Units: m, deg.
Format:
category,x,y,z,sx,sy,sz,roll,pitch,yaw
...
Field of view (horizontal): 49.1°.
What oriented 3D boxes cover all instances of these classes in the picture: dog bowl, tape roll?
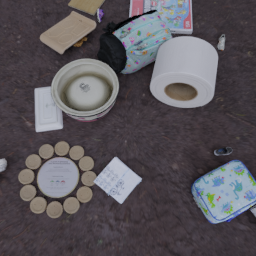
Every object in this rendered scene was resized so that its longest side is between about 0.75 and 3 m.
category,x,y,z,sx,sy,sz,roll,pitch,yaw
dog bowl,-1.662,-1.437,11.319,2.673,0.986,2.673,0,66,1
tape roll,2.162,-2.064,10.804,2.419,2.419,1.661,12,66,5

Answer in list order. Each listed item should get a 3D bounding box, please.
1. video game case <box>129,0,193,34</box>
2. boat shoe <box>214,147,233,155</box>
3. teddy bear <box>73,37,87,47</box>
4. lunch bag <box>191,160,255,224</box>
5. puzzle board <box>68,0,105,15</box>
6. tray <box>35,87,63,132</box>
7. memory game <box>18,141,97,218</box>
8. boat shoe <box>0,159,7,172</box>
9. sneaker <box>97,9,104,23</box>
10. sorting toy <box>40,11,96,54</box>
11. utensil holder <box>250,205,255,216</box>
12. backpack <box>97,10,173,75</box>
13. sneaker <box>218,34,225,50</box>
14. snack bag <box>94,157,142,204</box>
category,x,y,z,sx,sy,sz,roll,pitch,yaw
video game case,1.567,-5.495,13.510,2.993,0.261,2.140,3,66,1
boat shoe,3.658,0.854,10.589,0.824,0.273,0.288,-3,71,-20
teddy bear,-2.278,-4.100,12.897,0.743,0.342,1.025,-18,59,-16
lunch bag,3.389,2.242,9.743,2.100,0.866,1.688,-25,67,-11
puzzle board,-1.869,-6.527,14.029,1.465,0.169,1.944,24,68,11
tray,-3.279,-0.866,11.478,1.103,0.228,2.055,-8,66,-4
memory game,-2.564,1.823,10.272,2.868,0.183,2.868,1,66,-1
boat shoe,-5.387,2.151,9.798,2.780,1.001,0.952,-36,92,-21
sneaker,-1.315,-5.421,13.457,0.338,0.326,0.809,2,65,-5
sorting toy,-2.719,-4.327,12.739,2.126,0.388,1.968,-45,56,-13
utensil holder,4.981,3.037,9.240,1.182,1.182,1.391,-26,71,-11
backpack,0.340,-3.510,11.689,2.981,2.488,1.887,-31,90,-16
sneaker,4.274,-3.915,12.753,0.299,0.363,0.790,5,66,3
snack bag,-0.358,1.910,10.200,1.337,0.143,1.261,40,70,9
